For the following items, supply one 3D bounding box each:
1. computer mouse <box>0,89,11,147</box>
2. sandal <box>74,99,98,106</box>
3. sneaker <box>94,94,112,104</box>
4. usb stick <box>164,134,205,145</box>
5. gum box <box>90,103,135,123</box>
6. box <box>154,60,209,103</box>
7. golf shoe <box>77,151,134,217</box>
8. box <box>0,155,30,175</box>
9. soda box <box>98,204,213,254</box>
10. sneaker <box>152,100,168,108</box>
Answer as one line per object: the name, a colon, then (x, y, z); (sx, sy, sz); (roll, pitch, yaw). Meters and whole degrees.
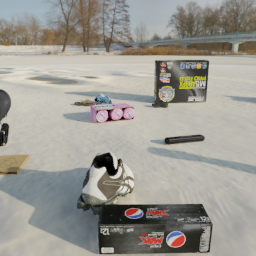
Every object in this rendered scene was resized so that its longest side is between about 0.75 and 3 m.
computer mouse: (-3.598, -0.177, 8.075); (0.420, 2.467, 0.723); (22, 52, -1)
sandal: (-2.252, -1.379, 14.933); (1.258, 0.343, 0.514); (4, 17, 14)
sneaker: (-1.350, -1.436, 15.147); (0.603, 0.526, 1.341); (-35, 33, -24)
usb stick: (1.871, 0.375, 9.285); (1.366, 0.223, 0.379); (-5, 11, -15)
gum box: (-0.654, -0.670, 12.111); (1.763, 0.583, 1.000); (-6, 17, -20)
box: (2.923, -2.572, 15.473); (2.909, 2.330, 0.644); (-1, 16, -6)
golf shoe: (-0.294, 0.929, 5.773); (0.839, 1.019, 2.158); (11, 11, 10)
box: (-3.220, 0.968, 7.478); (0.876, 0.114, 1.071); (-1, 17, -2)
soda box: (0.410, 1.613, 4.528); (1.749, 0.554, 0.619); (0, 15, -1)
sneaker: (1.651, -1.249, 14.434); (0.856, 0.389, 0.325); (-1, 19, 1)
